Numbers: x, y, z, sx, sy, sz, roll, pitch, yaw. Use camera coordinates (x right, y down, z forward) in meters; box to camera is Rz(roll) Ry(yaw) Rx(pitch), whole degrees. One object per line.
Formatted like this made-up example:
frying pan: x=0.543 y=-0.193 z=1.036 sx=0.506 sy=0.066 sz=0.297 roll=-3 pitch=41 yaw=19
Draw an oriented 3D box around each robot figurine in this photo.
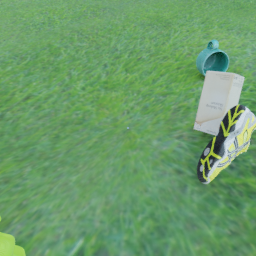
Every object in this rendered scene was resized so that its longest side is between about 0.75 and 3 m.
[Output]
robot figurine: x=-2.396 y=2.032 z=4.437 sx=1.431 sy=1.255 sz=0.828 roll=24 pitch=-7 yaw=-22

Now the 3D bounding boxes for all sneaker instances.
sneaker: x=2.278 y=0.474 z=6.306 sx=0.747 sy=1.956 sz=0.737 roll=29 pitch=9 yaw=-14

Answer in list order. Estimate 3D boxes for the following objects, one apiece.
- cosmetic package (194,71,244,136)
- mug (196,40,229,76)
cosmetic package: x=2.401 y=-0.642 z=7.458 sx=0.593 sy=1.623 sz=0.840 roll=5 pitch=9 yaw=-40
mug: x=3.125 y=-2.536 z=10.365 sx=1.049 sy=1.276 sz=0.789 roll=18 pitch=24 yaw=-24
